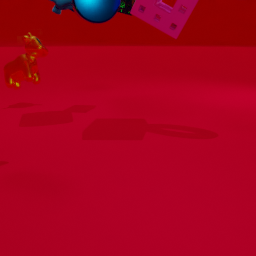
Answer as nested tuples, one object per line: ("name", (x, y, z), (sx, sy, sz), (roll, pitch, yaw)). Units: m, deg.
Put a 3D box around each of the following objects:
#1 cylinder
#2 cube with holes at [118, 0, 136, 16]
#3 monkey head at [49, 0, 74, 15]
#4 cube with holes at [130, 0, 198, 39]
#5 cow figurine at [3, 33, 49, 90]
("cylinder", (-1.011, -3.882, 8.379), (1.381, 1.381, 1.381), (-4, 23, -12))
("cube with holes", (-0.104, -4.465, 9.491), (0.779, 0.779, 0.779), (18, -22, 9))
("monkey head", (-2.378, -4.432, 9.991), (1.290, 0.928, 0.777), (15, 32, -32))
("cube with holes", (1.097, -3.418, 7.413), (1.365, 1.365, 1.365), (29, 30, -1))
("cow figurine", (-1.951, -1.259, 5.290), (0.931, 0.916, 0.511), (-14, -5, 10))
